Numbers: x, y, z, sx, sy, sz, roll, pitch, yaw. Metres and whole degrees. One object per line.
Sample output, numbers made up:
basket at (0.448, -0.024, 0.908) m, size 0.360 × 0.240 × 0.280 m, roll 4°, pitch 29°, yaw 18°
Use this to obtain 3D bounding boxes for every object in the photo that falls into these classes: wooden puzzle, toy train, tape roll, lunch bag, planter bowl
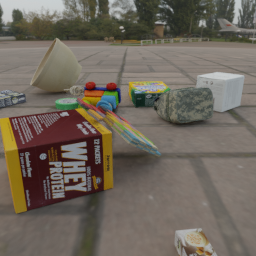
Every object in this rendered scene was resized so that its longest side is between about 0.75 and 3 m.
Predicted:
wooden puzzle at (-0.054, 0.036, 7.609) m, size 1.755 × 0.208 × 2.959 m, roll 41°, pitch 7°, yaw 33°
toy train at (-1.782, -1.200, 12.200) m, size 2.739 × 1.160 × 1.585 m, roll 4°, pitch 34°, yaw 11°
tape roll at (-2.760, -1.122, 12.947) m, size 1.146 × 0.275 × 1.146 m, roll -1°, pitch 21°, yaw 0°
lunch bag at (2.153, -0.918, 11.076) m, size 1.897 × 1.322 × 1.591 m, roll -10°, pitch 7°, yaw -25°
planter bowl at (-3.748, -3.120, 15.261) m, size 1.913 × 2.843 × 2.843 m, roll 29°, pitch 9°, yaw -25°

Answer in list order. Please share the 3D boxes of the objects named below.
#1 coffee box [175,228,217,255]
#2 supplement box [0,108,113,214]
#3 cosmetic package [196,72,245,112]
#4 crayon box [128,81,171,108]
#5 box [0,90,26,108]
coffee box at (1.093, 2.015, 4.436) m, size 0.478 × 0.333 × 0.836 m, roll -3°, pitch 21°, yaw -7°
supplement box at (-1.750, 0.589, 6.690) m, size 2.155 × 1.431 × 2.125 m, roll -10°, pitch 23°, yaw -25°
cosmetic package at (4.152, -1.682, 12.760) m, size 1.732 × 1.441 × 1.449 m, roll -17°, pitch 26°, yaw -41°
crayon box at (1.036, -1.789, 14.051) m, size 1.822 × 0.747 × 2.898 m, roll -2°, pitch 20°, yaw -6°
box at (-6.110, -1.382, 13.381) m, size 1.501 × 0.457 × 1.862 m, roll 13°, pitch 24°, yaw 34°
